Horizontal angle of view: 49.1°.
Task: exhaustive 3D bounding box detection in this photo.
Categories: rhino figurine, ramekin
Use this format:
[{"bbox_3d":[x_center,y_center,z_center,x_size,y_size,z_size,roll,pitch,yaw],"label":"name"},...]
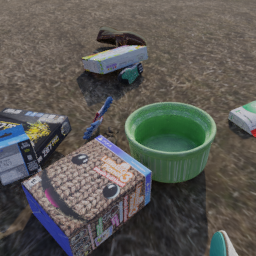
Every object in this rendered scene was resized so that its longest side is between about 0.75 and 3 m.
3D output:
[{"bbox_3d":[-0.604,0.354,9.292,0.548,0.375,1.254,32,38,-11],"label":"rhino figurine"},{"bbox_3d":[1.234,0.409,8.407,2.601,1.271,2.601,-3,35,2],"label":"ramekin"}]

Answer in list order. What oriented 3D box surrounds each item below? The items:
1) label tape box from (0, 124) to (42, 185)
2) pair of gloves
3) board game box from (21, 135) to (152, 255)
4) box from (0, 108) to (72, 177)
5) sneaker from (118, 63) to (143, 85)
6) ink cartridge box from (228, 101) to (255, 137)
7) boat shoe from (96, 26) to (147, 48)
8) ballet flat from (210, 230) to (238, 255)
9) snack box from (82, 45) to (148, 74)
[{"bbox_3d":[-2.909,0.646,7.087,0.963,1.335,0.423,-21,2,-27],"label":"label tape box"},{"bbox_3d":[-0.982,-0.335,9.312,0.182,1.602,1.288,32,33,2],"label":"pair of gloves"},{"bbox_3d":[-0.959,1.631,7.072,2.494,1.208,1.988,-33,49,-33],"label":"board game box"},{"bbox_3d":[-3.514,0.323,8.893,2.735,0.672,2.204,9,40,23],"label":"box"},{"bbox_3d":[-0.061,-2.432,12.730,0.808,0.687,1.846,4,28,35],"label":"sneaker"},{"bbox_3d":[4.743,-0.249,10.077,1.373,0.427,1.706,-21,42,-23],"label":"ink cartridge box"},{"bbox_3d":[-0.385,-4.738,15.367,2.838,1.024,1.021,19,72,8],"label":"boat shoe"},{"bbox_3d":[2.076,3.232,5.605,0.781,0.781,2.250,6,44,8],"label":"ballet flat"},{"bbox_3d":[-0.614,-3.290,13.268,2.579,0.683,1.834,-26,30,-28],"label":"snack box"}]
